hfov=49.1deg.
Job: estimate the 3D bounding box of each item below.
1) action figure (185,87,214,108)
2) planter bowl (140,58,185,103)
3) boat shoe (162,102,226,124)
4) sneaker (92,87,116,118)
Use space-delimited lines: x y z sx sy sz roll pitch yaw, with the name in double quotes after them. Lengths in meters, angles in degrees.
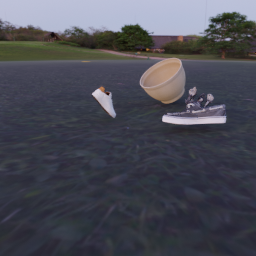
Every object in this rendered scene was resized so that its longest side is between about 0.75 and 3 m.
2.662 -1.092 10.667 0.948 0.814 1.596 28 24 -2 "action figure"
1.643 -1.862 11.884 1.900 1.279 1.900 -26 33 18 "planter bowl"
1.963 -0.454 8.298 1.893 0.642 0.679 -1 7 1 "boat shoe"
-0.649 -0.848 9.331 0.537 1.269 0.462 -46 46 -10 "sneaker"
